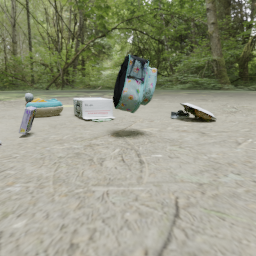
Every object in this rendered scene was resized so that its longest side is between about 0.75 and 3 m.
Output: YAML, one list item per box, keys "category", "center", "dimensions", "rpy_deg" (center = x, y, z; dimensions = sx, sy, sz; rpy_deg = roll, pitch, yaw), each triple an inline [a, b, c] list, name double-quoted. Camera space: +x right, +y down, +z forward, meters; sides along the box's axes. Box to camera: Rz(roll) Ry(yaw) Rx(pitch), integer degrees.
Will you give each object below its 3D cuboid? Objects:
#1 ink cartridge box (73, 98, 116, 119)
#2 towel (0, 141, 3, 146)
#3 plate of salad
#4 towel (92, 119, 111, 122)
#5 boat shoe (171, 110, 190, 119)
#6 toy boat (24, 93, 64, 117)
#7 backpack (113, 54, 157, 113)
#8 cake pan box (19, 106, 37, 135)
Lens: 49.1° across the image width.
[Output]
- category: "ink cartridge box"
  center: [-1.753, -1.043, 14.349]
  dimensions: [1.589, 0.929, 2.739]
  rpy_deg: [-4, 9, -22]
- category: "towel"
  center: [-4.297, 0.517, 7.807]
  dimensions: [1.099, 0.185, 1.150]
  rpy_deg: [1, 9, 5]
- category: "plate of salad"
  center: [3.318, -0.718, 13.395]
  dimensions: [1.919, 0.461, 1.919]
  rpy_deg: [23, 4, -2]
- category: "towel"
  center: [-1.256, -0.371, 13.128]
  dimensions: [0.766, 0.090, 0.584]
  rpy_deg: [-9, 13, -42]
- category: "boat shoe"
  center: [2.648, -0.705, 14.028]
  dimensions: [1.215, 0.431, 0.438]
  rpy_deg: [-7, 12, -35]
- category: "toy boat"
  center: [-4.843, -1.263, 15.133]
  dimensions: [2.469, 1.147, 2.075]
  rpy_deg: [9, 14, 40]
- category: "backpack"
  center: [0.183, -1.376, 9.615]
  dimensions: [1.353, 1.764, 1.551]
  rpy_deg: [21, -15, -11]
- category: "cake pan box"
  center: [-3.470, -0.280, 9.734]
  dimensions: [0.252, 0.886, 0.962]
  rpy_deg: [19, 4, -9]
